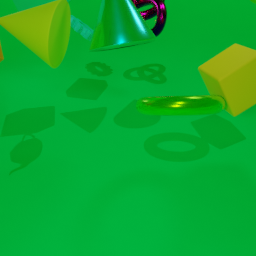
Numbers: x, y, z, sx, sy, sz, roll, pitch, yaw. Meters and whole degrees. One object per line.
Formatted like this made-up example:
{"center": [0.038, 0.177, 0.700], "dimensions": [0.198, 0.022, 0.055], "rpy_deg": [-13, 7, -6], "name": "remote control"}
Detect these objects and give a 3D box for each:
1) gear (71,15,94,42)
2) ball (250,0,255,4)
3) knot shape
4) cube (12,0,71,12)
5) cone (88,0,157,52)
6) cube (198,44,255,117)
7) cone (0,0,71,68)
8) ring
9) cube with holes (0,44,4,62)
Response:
{"center": [-1.588, -3.666, 10.626], "dimensions": [1.582, 0.293, 1.582], "rpy_deg": [35, 16, -12], "name": "gear"}
{"center": [3.755, -3.900, 7.740], "dimensions": [0.900, 0.900, 0.900], "rpy_deg": [0, 35, 0], "name": "ball"}
{"center": [0.503, -4.038, 9.219], "dimensions": [2.014, 0.931, 1.885], "rpy_deg": [19, 83, 20], "name": "knot shape"}
{"center": [-2.178, -3.646, 6.968], "dimensions": [1.207, 1.207, 1.207], "rpy_deg": [2, 45, 23], "name": "cube"}
{"center": [-0.244, -2.586, 6.103], "dimensions": [1.561, 1.567, 1.561], "rpy_deg": [-9, 13, 2], "name": "cone"}
{"center": [2.445, -1.112, 6.399], "dimensions": [1.052, 1.052, 1.052], "rpy_deg": [-33, 29, 5], "name": "cube"}
{"center": [-2.131, -2.142, 5.960], "dimensions": [1.433, 1.427, 1.427], "rpy_deg": [13, 36, 0], "name": "cone"}
{"center": [1.107, -0.499, 6.073], "dimensions": [1.885, 0.377, 1.885], "rpy_deg": [-1, 6, 0], "name": "ring"}
{"center": [-3.662, -1.868, 6.044], "dimensions": [1.169, 1.169, 1.169], "rpy_deg": [-26, -17, 24], "name": "cube with holes"}
